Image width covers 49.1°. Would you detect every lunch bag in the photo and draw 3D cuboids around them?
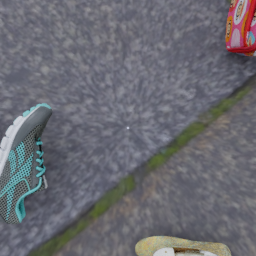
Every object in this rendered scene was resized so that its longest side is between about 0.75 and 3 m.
[{"bbox_3d":[3.194,-2.994,5.979,1.206,2.593,2.943,9,106,-1],"label":"lunch bag"}]

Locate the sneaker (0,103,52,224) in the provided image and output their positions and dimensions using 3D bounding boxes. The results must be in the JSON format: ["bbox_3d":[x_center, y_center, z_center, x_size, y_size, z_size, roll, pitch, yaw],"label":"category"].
[{"bbox_3d":[-2.187,0.812,6.022,1.257,1.069,2.757,29,92,-5],"label":"sneaker"}]

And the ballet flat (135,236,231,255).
[{"bbox_3d":[1.166,2.736,5.933,2.065,0.730,0.730,2,77,5],"label":"ballet flat"}]
